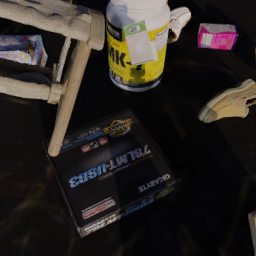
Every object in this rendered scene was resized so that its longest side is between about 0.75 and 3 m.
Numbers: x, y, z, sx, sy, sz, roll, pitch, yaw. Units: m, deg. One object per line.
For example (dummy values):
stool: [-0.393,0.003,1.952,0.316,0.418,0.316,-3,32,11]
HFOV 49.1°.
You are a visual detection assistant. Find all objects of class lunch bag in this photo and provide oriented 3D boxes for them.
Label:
lunch bag: [-3.424,-1.943,8.441,1.538,1.153,1.814,2,57,3]

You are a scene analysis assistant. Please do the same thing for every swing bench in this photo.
swing bench: [-2.230,-1.252,4.781,2.905,2.921,1.895,13,44,-20]

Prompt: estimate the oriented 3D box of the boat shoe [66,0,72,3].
boat shoe: [-2.801,-5.337,11.720,0.880,0.317,0.317,-6,51,-4]

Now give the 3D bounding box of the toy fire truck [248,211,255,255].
toy fire truck: [2.432,2.071,4.344,2.086,2.370,1.525,-30,57,-21]

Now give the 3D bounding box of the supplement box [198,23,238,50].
supplement box: [3.098,-3.200,9.780,1.215,0.628,0.615,6,52,4]

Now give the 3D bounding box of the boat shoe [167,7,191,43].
boat shoe: [1.456,-3.362,9.816,2.428,0.860,0.842,-40,61,-17]

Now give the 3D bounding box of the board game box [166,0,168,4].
board game box: [0.565,-4.368,10.294,1.296,1.296,1.297,27,56,21]

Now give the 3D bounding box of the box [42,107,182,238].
box: [-0.445,0.851,6.513,2.430,0.604,2.411,-22,53,-16]

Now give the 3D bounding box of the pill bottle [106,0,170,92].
pill bottle: [0.257,-2.618,7.783,1.694,2.964,1.694,0,51,0]

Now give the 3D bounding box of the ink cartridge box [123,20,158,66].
ink cartridge box: [0.263,-1.792,5.943,0.611,0.839,0.201,-2,17,40]

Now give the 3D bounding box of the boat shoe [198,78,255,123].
boat shoe: [2.916,-0.635,7.644,2.225,0.797,0.847,-30,68,-22]
